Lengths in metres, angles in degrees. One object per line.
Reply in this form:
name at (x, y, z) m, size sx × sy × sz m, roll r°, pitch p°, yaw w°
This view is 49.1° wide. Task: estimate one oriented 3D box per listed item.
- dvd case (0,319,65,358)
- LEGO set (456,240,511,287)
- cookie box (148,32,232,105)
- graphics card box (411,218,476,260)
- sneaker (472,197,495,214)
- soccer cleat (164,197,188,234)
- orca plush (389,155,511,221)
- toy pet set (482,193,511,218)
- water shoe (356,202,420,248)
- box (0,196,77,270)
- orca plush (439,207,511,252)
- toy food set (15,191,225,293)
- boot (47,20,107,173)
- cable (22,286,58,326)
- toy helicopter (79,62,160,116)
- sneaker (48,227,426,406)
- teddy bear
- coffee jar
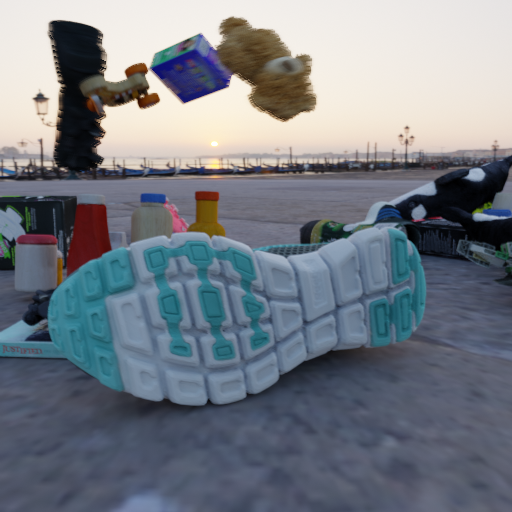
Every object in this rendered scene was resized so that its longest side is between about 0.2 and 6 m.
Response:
dvd case at (-1.700, 0.672, 5.479) m, size 1.140 × 0.172 × 1.562 m, roll 1°, pitch 8°, yaw 5°
LEGO set at (3.861, 0.066, 6.557) m, size 3.562 × 1.009 × 2.313 m, roll -12°, pitch 8°, yaw -34°
cookie box at (-1.090, -3.101, 9.364) m, size 1.079 × 0.405 × 0.923 m, roll -8°, pitch -33°, yaw 35°
graphics card box at (3.961, -0.292, 9.841) m, size 1.484 × 0.602 × 2.366 m, roll -8°, pitch 11°, yaw -42°
sneaker at (6.498, -1.083, 14.100) m, size 1.073 × 0.951 × 2.568 m, roll 7°, pitch 8°, yaw -38°
soccer cleat at (-2.115, -0.709, 12.390) m, size 0.916 × 0.799 × 2.396 m, roll -43°, pitch 24°, yaw 2°
orca plush at (4.655, -1.053, 12.825) m, size 4.012 × 1.426 × 2.111 m, roll -18°, pitch -11°, yaw -37°
toy pet set at (5.729, -0.864, 11.896) m, size 1.770 × 0.940 × 1.653 m, roll 31°, pitch -14°, yaw -36°
water shoe at (2.273, -0.292, 9.430) m, size 0.979 × 0.887 × 2.481 m, roll 9°, pitch 21°, yaw 22°
box at (-3.878, -0.406, 9.050) m, size 1.767 × 1.098 × 1.313 m, roll -1°, pitch 10°, yaw -9°
orca plush at (3.709, -0.129, 7.462) m, size 1.099 × 1.627 × 3.093 m, roll -41°, pitch 39°, yaw -20°
toy food set at (-1.798, -0.178, 6.732) m, size 2.759 × 1.242 × 1.317 m, roll 3°, pitch 3°, yaw 22°
boot at (-3.162, -2.819, 9.855) m, size 0.934 × 2.068 × 2.524 m, roll -2°, pitch 37°, yaw -25°
cable at (-1.382, 0.481, 5.321) m, size 1.449 × 0.368 × 1.182 m, roll -1°, pitch 4°, yaw -4°
toy helicopter at (-1.955, -2.171, 7.425) m, size 0.945 × 0.563 × 1.428 m, roll -20°, pitch 7°, yaw 14°
sneaker at (-0.122, 0.462, 4.694) m, size 3.196 × 1.240 × 1.458 m, roll -1°, pitch -6°, yaw -32°
teddy bear at (0.186, -3.043, 8.628) m, size 1.697 × 0.781 × 2.341 m, roll 26°, pitch 35°, yaw -21°
coffee jar at (1.367, -0.099, 8.093) m, size 1.536 × 0.801 × 0.655 m, roll 6°, pitch 26°, yaw 37°
